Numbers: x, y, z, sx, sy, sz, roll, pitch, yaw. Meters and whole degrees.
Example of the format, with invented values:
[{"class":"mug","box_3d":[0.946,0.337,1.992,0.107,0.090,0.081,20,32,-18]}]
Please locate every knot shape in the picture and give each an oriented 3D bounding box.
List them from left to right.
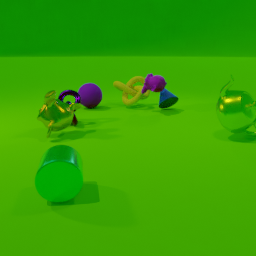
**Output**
[{"class":"knot shape","box_3d":[-1.977,-0.693,9.256,0.579,1.173,1.254,12,-6,-38]},{"class":"knot shape","box_3d":[0.094,-1.676,12.173,1.567,0.774,1.675,19,41,16]}]

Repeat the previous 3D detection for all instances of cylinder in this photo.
[{"class":"cylinder","box_3d":[-1.161,0.764,4.822,0.763,0.763,0.763,-3,16,-9]}]

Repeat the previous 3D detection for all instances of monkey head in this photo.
[{"class":"monkey head","box_3d":[-1.990,-0.466,7.905,0.922,1.101,1.530,34,52,6]},{"class":"monkey head","box_3d":[0.997,-1.615,10.869,0.800,0.955,1.327,35,28,14]}]

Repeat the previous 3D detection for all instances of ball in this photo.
[{"class":"ball","box_3d":[-1.584,-1.357,11.682,1.035,1.035,1.035,0,16,0]}]

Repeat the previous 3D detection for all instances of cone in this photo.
[{"class":"cone","box_3d":[1.514,-1.388,11.519,0.860,0.863,0.860,-17,-22,-7]}]

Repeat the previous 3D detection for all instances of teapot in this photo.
[{"class":"teapot","box_3d":[3.052,-0.550,7.715,0.968,1.978,1.230,-20,22,47]}]
